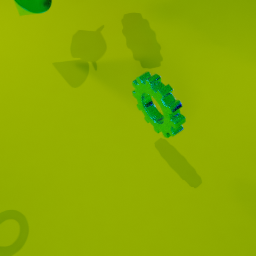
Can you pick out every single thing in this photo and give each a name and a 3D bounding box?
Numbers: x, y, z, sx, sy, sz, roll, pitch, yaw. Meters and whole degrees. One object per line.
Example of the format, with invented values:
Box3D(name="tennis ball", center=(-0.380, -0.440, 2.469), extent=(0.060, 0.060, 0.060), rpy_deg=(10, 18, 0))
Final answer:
Box3D(name="gear", center=(0.600, -0.459, 5.775), extent=(0.261, 1.411, 1.411), rpy_deg=(-33, 73, -17))
Box3D(name="cone", center=(-2.540, -3.042, 6.939), extent=(0.990, 0.994, 0.990), rpy_deg=(10, 72, -34))
